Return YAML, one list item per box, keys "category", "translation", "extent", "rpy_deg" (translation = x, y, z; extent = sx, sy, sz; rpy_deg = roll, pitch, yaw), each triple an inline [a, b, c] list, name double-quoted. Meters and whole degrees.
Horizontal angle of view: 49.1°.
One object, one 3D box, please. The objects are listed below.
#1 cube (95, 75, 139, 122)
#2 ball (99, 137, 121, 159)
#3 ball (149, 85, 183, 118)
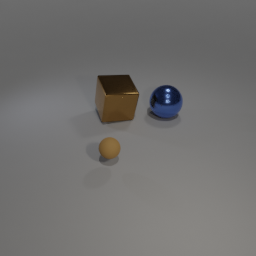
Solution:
- category: "cube"
  translation: [-0.504, -1.245, 11.618]
  extent: [1.400, 1.400, 1.400]
  rpy_deg: [-5, 45, -19]
- category: "ball"
  translation: [-0.587, 0.641, 8.949]
  extent: [0.700, 0.700, 0.700]
  rpy_deg: [0, 32, 0]
- category: "ball"
  translation: [1.597, -1.109, 11.779]
  extent: [1.400, 1.400, 1.400]
  rpy_deg: [0, 32, 0]
